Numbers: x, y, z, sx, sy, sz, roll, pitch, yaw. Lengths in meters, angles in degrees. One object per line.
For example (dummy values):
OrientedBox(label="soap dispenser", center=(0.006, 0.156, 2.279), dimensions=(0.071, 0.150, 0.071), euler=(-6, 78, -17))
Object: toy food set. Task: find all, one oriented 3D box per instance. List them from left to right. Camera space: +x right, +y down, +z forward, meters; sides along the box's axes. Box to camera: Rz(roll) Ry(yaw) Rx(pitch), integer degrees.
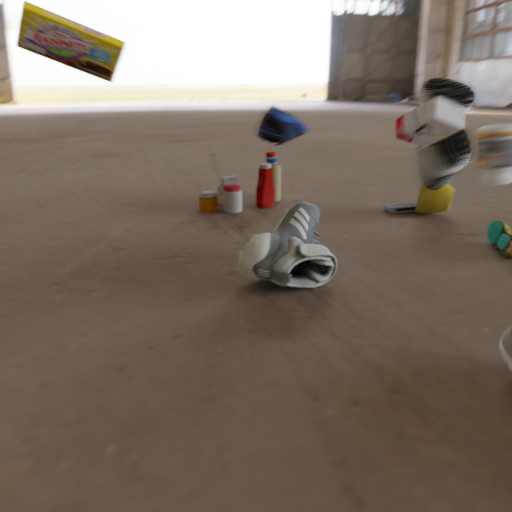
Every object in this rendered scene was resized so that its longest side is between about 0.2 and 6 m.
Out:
OrientedBox(label="toy food set", center=(-0.241, -2.019, 15.260), dimensions=(2.849, 1.282, 1.360), euler=(-15, 24, -38))

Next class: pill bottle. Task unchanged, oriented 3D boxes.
OrientedBox(label="pill bottle", center=(3.881, -1.632, 9.032), dimensions=(0.536, 0.921, 0.536), euler=(-6, 16, 2))

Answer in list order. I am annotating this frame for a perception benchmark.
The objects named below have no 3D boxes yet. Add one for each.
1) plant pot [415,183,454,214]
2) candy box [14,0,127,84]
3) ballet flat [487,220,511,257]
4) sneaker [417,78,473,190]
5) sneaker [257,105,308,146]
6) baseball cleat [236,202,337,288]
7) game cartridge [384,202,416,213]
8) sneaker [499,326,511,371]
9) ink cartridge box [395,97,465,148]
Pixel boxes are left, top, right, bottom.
OrientedBox(label="plant pot", center=(4.609, -1.514, 14.329), dimensions=(0.762, 1.074, 1.074), euler=(19, 25, 20))
OrientedBox(label="candy box", center=(-3.321, -3.794, 10.047), dimensions=(1.807, 0.924, 0.239), euler=(16, 53, -21))
OrientedBox(label="ballet flat", center=(5.220, -0.322, 11.648), dimensions=(0.547, 0.547, 1.546), euler=(3, 18, 9))
OrientedBox(label="sneaker", center=(3.614, -2.494, 11.086), dimensions=(1.001, 1.073, 2.708), euler=(14, 59, 4))
OrientedBox(label="sneaker", center=(0.543, -2.766, 12.219), dimensions=(0.650, 0.722, 1.854), euler=(39, 17, 17))
OrientedBox(label="baseball cleat", center=(0.880, -0.119, 10.496), dimensions=(1.651, 1.082, 3.103), euler=(21, 32, 20))
OrientedBox(label="game cartridge", center=(3.856, -1.281, 14.760), dimensions=(0.879, 0.180, 0.585), euler=(-5, 20, -3))
OrientedBox(label="sneaker", center=(3.774, 1.223, 6.283), dimensions=(0.866, 0.950, 2.316), euler=(-8, 20, -21))
OrientedBox(label="ink cartridge box", center=(2.667, -2.040, 8.633), dimensions=(0.629, 0.365, 0.853), euler=(12, -14, -25))
